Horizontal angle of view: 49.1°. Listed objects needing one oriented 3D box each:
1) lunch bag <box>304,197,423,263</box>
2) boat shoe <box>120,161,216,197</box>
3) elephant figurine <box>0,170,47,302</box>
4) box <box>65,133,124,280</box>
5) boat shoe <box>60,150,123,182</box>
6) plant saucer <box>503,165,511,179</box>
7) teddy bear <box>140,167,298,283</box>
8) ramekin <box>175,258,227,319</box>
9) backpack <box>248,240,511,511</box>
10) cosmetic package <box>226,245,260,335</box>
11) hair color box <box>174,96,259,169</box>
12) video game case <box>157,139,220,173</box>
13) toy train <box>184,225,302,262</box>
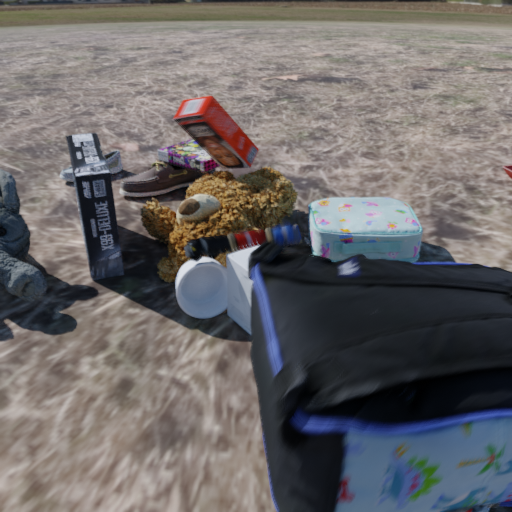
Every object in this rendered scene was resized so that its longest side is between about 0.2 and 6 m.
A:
[{"bbox_3d":[1.787,-0.397,9.571,1.905,0.734,1.528,-1,31,-1],"label":"lunch bag"},{"bbox_3d":[-1.915,-1.798,12.256,2.244,0.668,0.806,-14,31,-25],"label":"boat shoe"},{"bbox_3d":[-4.402,-0.366,8.772,2.858,2.218,2.022,8,-16,-7],"label":"elephant figurine"},{"bbox_3d":[-2.729,-0.911,9.436,0.560,1.775,2.251,-9,30,-17],"label":"box"},{"bbox_3d":[-3.813,-2.068,12.958,1.513,0.485,0.558,-20,34,-32],"label":"boat shoe"},{"bbox_3d":[6.578,-1.715,12.530,1.506,0.276,1.503,-7,29,-14],"label":"plant saucer"},{"bbox_3d":[-0.613,-0.892,9.974,2.732,1.258,3.768,12,30,25],"label":"teddy bear"},{"bbox_3d":[-0.750,0.428,7.962,0.842,0.842,0.411,-9,21,-16],"label":"ramekin"},{"bbox_3d":[1.425,1.198,5.121,2.826,2.077,2.586,-3,29,-6],"label":"backpack"},{"bbox_3d":[0.104,0.532,7.549,0.611,0.994,0.990,-16,32,-31],"label":"cosmetic package"},{"bbox_3d":[-0.734,-2.306,10.652,0.799,1.574,0.482,5,64,42],"label":"hair color box"},{"bbox_3d":[-1.103,-2.236,12.079,1.375,0.272,1.517,20,35,35],"label":"video game case"},{"bbox_3d":[-0.096,-0.223,8.031,1.960,0.334,0.449,-10,-11,-34],"label":"toy train"}]
